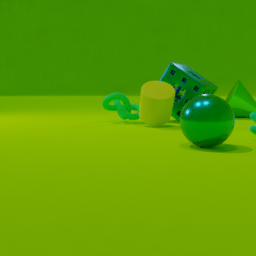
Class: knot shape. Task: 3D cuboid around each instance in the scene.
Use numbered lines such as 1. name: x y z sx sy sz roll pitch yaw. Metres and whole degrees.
1. knot shape: -0.210 -0.691 9.373 1.385 0.640 1.296 27 -4 -12

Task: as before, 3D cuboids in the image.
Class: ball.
1. ball: 1.416 -0.127 5.046 0.957 0.957 0.957 0 7 0

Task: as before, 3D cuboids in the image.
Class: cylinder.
1. cylinder: 0.813 -0.711 8.034 0.946 0.946 0.946 2 42 -2

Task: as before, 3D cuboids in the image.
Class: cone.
1. cone: 4.691 -0.786 10.982 1.645 1.639 1.639 29 13 10

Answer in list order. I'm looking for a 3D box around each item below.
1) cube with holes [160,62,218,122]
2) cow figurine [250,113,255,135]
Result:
1. cube with holes: 1.892 -1.187 9.464 1.398 1.398 1.398 41 25 21
2. cow figurine: 3.089 -0.082 5.916 0.977 0.545 0.992 28 47 -2
